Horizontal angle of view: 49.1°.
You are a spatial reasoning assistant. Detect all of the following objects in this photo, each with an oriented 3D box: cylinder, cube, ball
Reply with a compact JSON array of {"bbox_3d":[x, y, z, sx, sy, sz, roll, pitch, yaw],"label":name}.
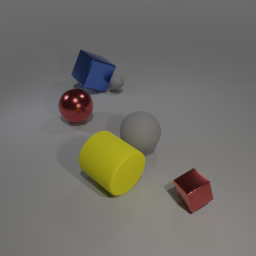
[{"bbox_3d":[-0.465,0.992,8.114,1.400,1.400,1.400,31,43,34],"label":"cylinder"},{"bbox_3d":[1.736,1.643,7.455,0.700,0.700,0.700,-28,33,-12],"label":"cube"},{"bbox_3d":[0.420,0.127,9.495,1.400,1.400,1.400,0,32,0],"label":"ball"},{"bbox_3d":[-1.714,-2.817,13.822,1.400,1.400,1.400,6,27,-42],"label":"cube"},{"bbox_3d":[-0.534,-2.264,13.710,0.700,0.700,0.700,0,32,0],"label":"ball"},{"bbox_3d":[-2.101,-0.895,11.326,1.400,1.400,1.400,0,32,0],"label":"ball"}]
